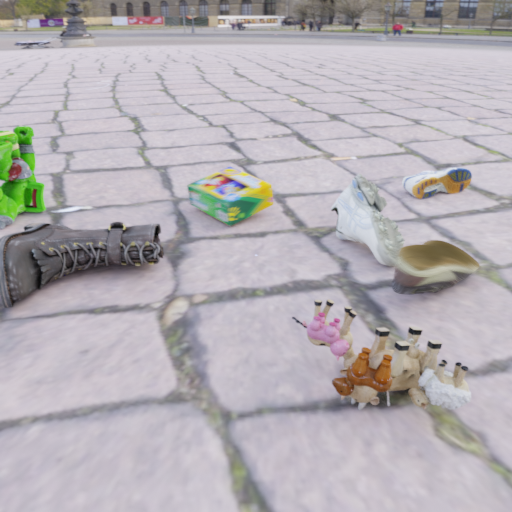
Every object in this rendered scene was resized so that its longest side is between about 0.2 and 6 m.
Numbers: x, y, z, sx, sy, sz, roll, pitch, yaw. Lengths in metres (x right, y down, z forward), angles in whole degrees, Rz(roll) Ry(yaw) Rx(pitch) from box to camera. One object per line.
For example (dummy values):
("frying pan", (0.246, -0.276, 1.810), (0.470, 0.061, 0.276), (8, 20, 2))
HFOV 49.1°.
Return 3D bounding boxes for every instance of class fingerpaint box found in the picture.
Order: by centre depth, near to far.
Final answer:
("fingerpaint box", (-0.570, -1.341, 12.185), (1.221, 0.537, 1.463), (-28, 40, -29))

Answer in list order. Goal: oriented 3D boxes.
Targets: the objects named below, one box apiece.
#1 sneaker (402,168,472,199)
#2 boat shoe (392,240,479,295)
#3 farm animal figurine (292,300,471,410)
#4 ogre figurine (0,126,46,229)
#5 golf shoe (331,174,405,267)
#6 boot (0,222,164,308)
("sneaker", (4.364, -1.867, 13.541), (1.751, 0.659, 0.772), (-10, 28, -20))
("boat shoe", (2.877, 0.221, 9.165), (2.192, 0.710, 0.802), (0, 35, -43))
("farm animal figurine", (1.425, 1.329, 6.834), (1.782, 0.940, 1.802), (8, 17, -12))
("ogre figurine", (-5.312, -1.681, 12.007), (1.370, 1.674, 2.793), (-12, 27, -15))
("golf shoe", (2.085, -0.488, 10.742), (0.878, 1.090, 2.242), (31, 32, -33))
("boot", (-2.816, -0.056, 9.472), (2.452, 0.975, 2.817), (-1, 24, -2))
